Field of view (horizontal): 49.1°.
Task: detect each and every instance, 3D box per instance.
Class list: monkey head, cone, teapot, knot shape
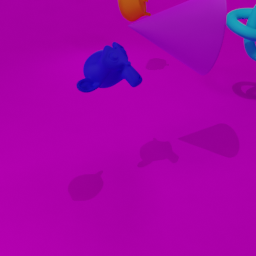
[{"bbox_3d":[-0.282,-0.970,4.980,0.969,0.811,1.346,47,38,-3],"label":"monkey head"},{"bbox_3d":[0.719,-1.710,4.891,1.446,1.441,1.441,4,36,-5],"label":"cone"},{"bbox_3d":[0.255,-4.279,9.612,0.936,1.189,1.912,-5,-11,22],"label":"teapot"},{"bbox_3d":[3.845,-2.963,7.818,1.936,1.811,0.894,38,0,-1],"label":"knot shape"}]
